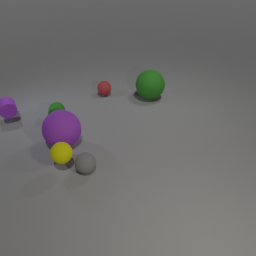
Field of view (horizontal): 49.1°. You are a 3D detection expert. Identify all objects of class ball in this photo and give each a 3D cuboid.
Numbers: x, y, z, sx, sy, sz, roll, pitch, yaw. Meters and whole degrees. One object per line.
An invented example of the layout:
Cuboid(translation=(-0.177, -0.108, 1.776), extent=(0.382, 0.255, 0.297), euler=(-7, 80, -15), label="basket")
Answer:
Cuboid(translation=(1.069, -2.088, 13.436), extent=(1.400, 1.400, 1.400), euler=(0, 33, 0), label="ball")
Cuboid(translation=(-1.172, -1.982, 13.879), extent=(0.700, 0.700, 0.700), euler=(0, 33, 0), label="ball")
Cuboid(translation=(-2.398, 0.043, 10.142), extent=(1.400, 1.400, 1.400), euler=(0, 33, 0), label="ball")
Cuboid(translation=(-1.388, 1.145, 9.132), extent=(0.700, 0.700, 0.700), euler=(0, 33, 0), label="ball")
Cuboid(translation=(-2.137, 0.799, 8.985), extent=(0.700, 0.700, 0.700), euler=(0, 33, 0), label="ball")

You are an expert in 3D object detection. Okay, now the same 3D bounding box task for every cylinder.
Cuboid(translation=(-5.032, -0.858, 11.676), extent=(0.700, 0.700, 0.700), euler=(-15, 38, -22), label="cylinder")
Cuboid(translation=(-3.021, -0.661, 11.878), extent=(0.700, 0.700, 0.700), euler=(-7, 27, -10), label="cylinder")
